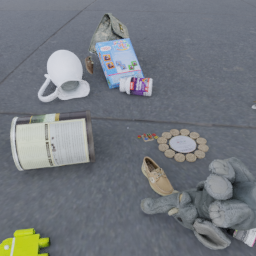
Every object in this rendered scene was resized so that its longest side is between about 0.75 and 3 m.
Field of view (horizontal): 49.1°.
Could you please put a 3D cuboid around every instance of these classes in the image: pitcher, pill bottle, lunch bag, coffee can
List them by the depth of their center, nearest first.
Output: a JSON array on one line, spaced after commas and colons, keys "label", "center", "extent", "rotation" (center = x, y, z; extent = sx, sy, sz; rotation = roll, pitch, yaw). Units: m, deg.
[{"label": "coffee can", "center": [-2.483, 0.407, 9.686], "extent": [2.538, 1.857, 1.857], "rotation": [-6, 37, -8]}, {"label": "pill bottle", "center": [0.403, -2.078, 13.907], "extent": [1.555, 0.866, 0.866], "rotation": [5, 37, 7]}, {"label": "pitcher", "center": [-3.424, -2.564, 14.078], "extent": [2.468, 1.744, 2.876], "rotation": [-19, 50, -8]}, {"label": "lunch bag", "center": [-0.944, -5.257, 16.431], "extent": [1.421, 2.418, 1.983], "rotation": [23, 8, 28]}]

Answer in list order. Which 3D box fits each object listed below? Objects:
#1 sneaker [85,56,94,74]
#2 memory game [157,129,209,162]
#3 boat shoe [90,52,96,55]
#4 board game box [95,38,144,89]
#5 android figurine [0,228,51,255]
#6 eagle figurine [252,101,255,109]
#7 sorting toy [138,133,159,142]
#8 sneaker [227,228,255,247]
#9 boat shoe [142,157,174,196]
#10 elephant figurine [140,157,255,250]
[{"label": "sneaker", "center": [-1.742, -2.920, 12.900], "extent": [0.316, 0.339, 0.897], "rotation": [8, 57, -55]}, {"label": "memory game", "center": [2.120, 0.644, 10.848], "extent": [1.970, 0.125, 1.970], "rotation": [1, 36, 0]}, {"label": "boat shoe", "center": [-2.210, -5.063, 18.456], "extent": [0.886, 0.296, 0.326], "rotation": [30, 46, 34]}, {"label": "board game box", "center": [-0.439, -3.504, 15.009], "extent": [1.941, 0.469, 2.566], "rotation": [-14, 76, -19]}, {"label": "android figurine", "center": [-2.765, 3.227, 7.203], "extent": [1.470, 0.302, 1.338], "rotation": [-4, 37, -8]}, {"label": "eagle figurine", "center": [6.374, -1.050, 12.816], "extent": [1.112, 0.839, 0.844], "rotation": [33, 85, -4]}, {"label": "sorting toy", "center": [0.819, 0.349, 11.239], "extent": [0.808, 0.137, 0.390], "rotation": [-9, 38, -13]}, {"label": "sneaker", "center": [3.195, 2.381, 8.001], "extent": [0.816, 0.688, 1.865], "rotation": [15, 43, 10]}, {"label": "boat shoe", "center": [0.936, 1.583, 9.232], "extent": [0.576, 0.522, 1.617], "rotation": [-19, 40, -24]}, {"label": "elephant figurine", "center": [2.126, 2.155, 7.591], "extent": [2.036, 2.877, 2.232], "rotation": [-14, 63, -38]}]
